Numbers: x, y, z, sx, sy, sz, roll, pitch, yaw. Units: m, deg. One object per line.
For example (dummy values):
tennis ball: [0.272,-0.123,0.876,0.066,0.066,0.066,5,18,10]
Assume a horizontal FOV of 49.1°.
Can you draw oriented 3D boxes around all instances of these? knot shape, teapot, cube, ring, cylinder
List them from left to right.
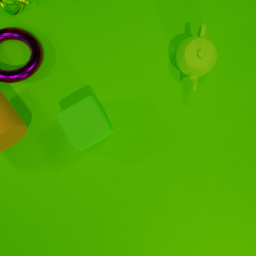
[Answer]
cylinder: [-3.668,-0.155,7.632,1.307,1.307,1.307,-38,82,-2]
ring: [-3.439,-2.156,8.223,1.847,0.369,1.847,2,70,-6]
knot shape: [-3.268,-3.792,8.277,1.140,1.219,0.563,5,75,-23]
cube: [-1.181,-0.102,7.942,1.112,1.112,1.112,-30,84,-1]
teapot: [1.925,-1.945,7.768,1.142,0.899,1.837,8,96,-2]
